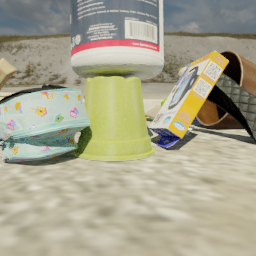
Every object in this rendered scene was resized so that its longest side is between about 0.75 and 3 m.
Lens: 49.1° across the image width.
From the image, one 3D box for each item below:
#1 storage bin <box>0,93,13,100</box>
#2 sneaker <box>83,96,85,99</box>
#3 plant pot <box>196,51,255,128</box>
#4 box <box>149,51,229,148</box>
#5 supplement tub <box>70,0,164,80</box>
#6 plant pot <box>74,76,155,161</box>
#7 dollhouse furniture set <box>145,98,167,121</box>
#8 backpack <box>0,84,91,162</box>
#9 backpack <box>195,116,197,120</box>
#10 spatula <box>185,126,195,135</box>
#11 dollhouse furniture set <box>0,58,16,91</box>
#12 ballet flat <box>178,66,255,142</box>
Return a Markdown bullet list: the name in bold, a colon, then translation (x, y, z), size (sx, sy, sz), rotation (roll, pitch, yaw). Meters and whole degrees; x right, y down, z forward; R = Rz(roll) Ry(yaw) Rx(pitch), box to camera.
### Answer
- **storage bin**: translation (-5.188, -0.765, 10.469), size (2.437, 1.142, 2.419), rotation (-7, 10, -41)
- **sneaker**: translation (-1.011, -1.307, 14.943), size (2.858, 1.133, 1.077), rotation (0, 5, -10)
- **plant pot**: translation (3.826, -0.958, 8.987), size (2.517, 2.352, 2.352), rotation (13, 3, -18)
- **box**: translation (1.131, -0.542, 5.784), size (0.420, 2.025, 1.205), rotation (36, -7, -10)
- **supplement tub**: translation (-0.211, -2.283, 5.432), size (1.803, 2.569, 1.803), rotation (-1, -1, 0)
- **plant pot**: translation (-0.258, -0.236, 5.241), size (1.529, 1.405, 1.529), rotation (0, 6, 0)
- **dollhouse furniture set**: translation (1.826, -0.517, 11.582), size (1.277, 0.987, 2.556), rotation (15, 35, 40)
- **backpack**: translation (-1.398, -0.082, 4.554), size (1.535, 1.177, 1.349), rotation (-21, -8, 39)
- **backpack**: translation (3.415, -1.047, 10.857), size (2.012, 1.688, 1.635), rotation (-40, 21, -24)
- **spatula**: translation (1.474, 0.048, 8.195), size (0.894, 0.103, 1.286), rotation (3, 8, 16)
- **dollhouse furniture set**: translation (-3.630, -1.180, 8.362), size (1.720, 1.363, 1.221), rotation (-41, 19, 19)
- **ballet flat**: translation (2.214, -0.694, 6.620), size (2.812, 0.799, 0.935), rotation (40, -10, 33)
